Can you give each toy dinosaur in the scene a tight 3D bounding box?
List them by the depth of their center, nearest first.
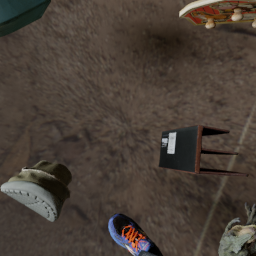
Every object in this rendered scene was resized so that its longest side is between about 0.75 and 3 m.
[{"bbox_3d":[2.113,2.261,5.086,1.320,2.995,0.711,-38,43,-25],"label":"toy dinosaur"}]

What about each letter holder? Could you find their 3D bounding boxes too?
[{"bbox_3d":[1.463,0.471,5.509,1.158,1.629,0.819,7,84,-14],"label":"letter holder"}]

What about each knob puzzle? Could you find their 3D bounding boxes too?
[{"bbox_3d":[2.098,-2.279,5.689,2.370,2.370,0.329,1,100,0],"label":"knob puzzle"}]

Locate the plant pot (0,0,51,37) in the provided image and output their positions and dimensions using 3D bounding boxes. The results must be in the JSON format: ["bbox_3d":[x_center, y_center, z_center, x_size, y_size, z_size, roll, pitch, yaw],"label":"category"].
[{"bbox_3d":[-3.001,-2.866,6.479,1.783,1.260,1.260,-43,109,-21],"label":"plant pot"}]

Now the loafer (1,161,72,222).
[{"bbox_3d":[-1.658,1.027,5.385,1.089,2.896,1.009,37,68,-13],"label":"loafer"}]

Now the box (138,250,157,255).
[{"bbox_3d":[0.665,2.881,4.493,1.783,1.406,0.455,8,114,29],"label":"box"}]

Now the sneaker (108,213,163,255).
[{"bbox_3d":[0.299,2.748,6.679,1.875,0.735,0.706,43,63,5],"label":"sneaker"}]
